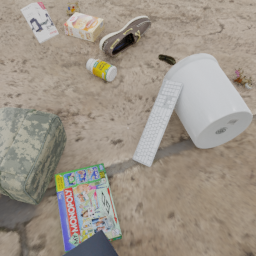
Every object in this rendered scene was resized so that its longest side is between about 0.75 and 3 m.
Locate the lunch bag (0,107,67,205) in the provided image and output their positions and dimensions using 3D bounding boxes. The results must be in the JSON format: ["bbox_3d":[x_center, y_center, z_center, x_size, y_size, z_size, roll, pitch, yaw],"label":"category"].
[{"bbox_3d":[-3.265,0.685,8.222,2.182,1.812,2.601,13,60,6],"label":"lunch bag"}]

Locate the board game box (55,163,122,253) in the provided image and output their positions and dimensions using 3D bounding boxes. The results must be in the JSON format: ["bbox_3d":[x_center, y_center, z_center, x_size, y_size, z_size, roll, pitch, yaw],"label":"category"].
[{"bbox_3d":[-1.197,2.225,8.093,1.546,0.334,2.297,-13,55,-10],"label":"board game box"}]

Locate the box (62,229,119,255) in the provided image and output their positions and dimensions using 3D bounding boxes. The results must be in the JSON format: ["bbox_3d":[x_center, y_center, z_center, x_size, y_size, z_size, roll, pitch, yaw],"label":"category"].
[{"bbox_3d":[-0.449,3.664,5.886,1.284,2.187,2.150,-29,60,-20],"label":"box"}]

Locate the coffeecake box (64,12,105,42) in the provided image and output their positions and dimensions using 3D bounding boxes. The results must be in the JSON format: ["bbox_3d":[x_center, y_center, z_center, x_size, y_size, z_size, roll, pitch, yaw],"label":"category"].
[{"bbox_3d":[-2.024,-4.714,13.041,1.498,0.547,1.150,19,56,13],"label":"coffeecake box"}]

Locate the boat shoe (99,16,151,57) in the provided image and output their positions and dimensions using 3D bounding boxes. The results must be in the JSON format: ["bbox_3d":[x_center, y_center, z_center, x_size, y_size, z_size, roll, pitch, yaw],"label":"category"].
[{"bbox_3d":[0.045,-3.996,12.281,2.691,0.967,0.801,-35,61,-18],"label":"boat shoe"}]

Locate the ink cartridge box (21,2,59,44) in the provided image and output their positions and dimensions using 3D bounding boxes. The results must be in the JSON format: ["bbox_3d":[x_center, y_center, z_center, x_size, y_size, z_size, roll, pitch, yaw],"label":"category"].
[{"bbox_3d":[-2.483,-3.003,7.977,0.416,0.987,0.714,-20,23,18],"label":"ink cartridge box"}]

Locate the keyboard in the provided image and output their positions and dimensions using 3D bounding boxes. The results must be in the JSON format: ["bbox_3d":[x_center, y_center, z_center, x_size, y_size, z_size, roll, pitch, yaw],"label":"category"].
[{"bbox_3d":[0.953,-0.204,8.958,0.801,0.152,2.848,18,85,50],"label":"keyboard"}]

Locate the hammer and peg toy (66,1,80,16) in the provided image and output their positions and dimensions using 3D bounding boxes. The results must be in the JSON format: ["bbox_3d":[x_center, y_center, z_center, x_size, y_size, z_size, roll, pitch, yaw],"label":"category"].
[{"bbox_3d":[-2.780,-6.017,14.147,0.659,0.316,0.896,0,54,2],"label":"hammer and peg toy"}]

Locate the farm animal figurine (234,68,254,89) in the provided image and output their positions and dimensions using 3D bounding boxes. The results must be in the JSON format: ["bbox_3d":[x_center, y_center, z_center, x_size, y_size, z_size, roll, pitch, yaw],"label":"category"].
[{"bbox_3d":[4.522,-1.916,11.101,0.827,0.436,0.836,27,52,3],"label":"farm animal figurine"}]

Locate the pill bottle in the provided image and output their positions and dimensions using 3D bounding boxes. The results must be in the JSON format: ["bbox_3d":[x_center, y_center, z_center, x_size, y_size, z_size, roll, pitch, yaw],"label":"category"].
[{"bbox_3d":[-1.080,-2.365,11.258,1.147,0.647,0.647,28,59,19],"label":"pill bottle"}]

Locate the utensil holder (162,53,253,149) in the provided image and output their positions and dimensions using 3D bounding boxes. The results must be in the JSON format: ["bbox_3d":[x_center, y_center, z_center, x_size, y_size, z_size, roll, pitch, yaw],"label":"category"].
[{"bbox_3d":[2.559,-0.850,9.307,2.104,2.104,2.475,-15,58,-11],"label":"utensil holder"}]

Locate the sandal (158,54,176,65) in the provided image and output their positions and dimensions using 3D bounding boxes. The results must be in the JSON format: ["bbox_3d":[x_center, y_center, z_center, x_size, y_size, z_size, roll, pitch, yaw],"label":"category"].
[{"bbox_3d":[1.687,-2.947,11.946,0.829,0.339,0.226,24,36,25],"label":"sandal"}]
